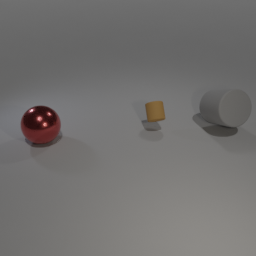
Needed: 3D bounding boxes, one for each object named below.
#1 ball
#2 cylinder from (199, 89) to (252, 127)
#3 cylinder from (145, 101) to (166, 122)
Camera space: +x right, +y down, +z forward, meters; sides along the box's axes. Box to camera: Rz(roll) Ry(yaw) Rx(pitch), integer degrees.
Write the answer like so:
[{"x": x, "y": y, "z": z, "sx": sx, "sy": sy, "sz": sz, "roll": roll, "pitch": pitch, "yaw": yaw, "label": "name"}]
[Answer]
[{"x": -3.140, "y": -0.117, "z": 10.118, "sx": 1.400, "sy": 1.400, "sz": 1.400, "roll": 0, "pitch": 29, "yaw": 0, "label": "ball"}, {"x": 3.706, "y": -0.796, "z": 10.768, "sx": 1.400, "sy": 1.400, "sz": 1.400, "roll": -9, "pitch": 10, "yaw": -15, "label": "cylinder"}, {"x": 1.052, "y": -0.630, "z": 10.822, "sx": 0.700, "sy": 0.700, "sz": 0.700, "roll": -8, "pitch": -7, "yaw": -1, "label": "cylinder"}]
